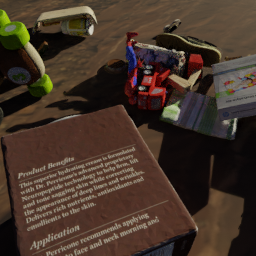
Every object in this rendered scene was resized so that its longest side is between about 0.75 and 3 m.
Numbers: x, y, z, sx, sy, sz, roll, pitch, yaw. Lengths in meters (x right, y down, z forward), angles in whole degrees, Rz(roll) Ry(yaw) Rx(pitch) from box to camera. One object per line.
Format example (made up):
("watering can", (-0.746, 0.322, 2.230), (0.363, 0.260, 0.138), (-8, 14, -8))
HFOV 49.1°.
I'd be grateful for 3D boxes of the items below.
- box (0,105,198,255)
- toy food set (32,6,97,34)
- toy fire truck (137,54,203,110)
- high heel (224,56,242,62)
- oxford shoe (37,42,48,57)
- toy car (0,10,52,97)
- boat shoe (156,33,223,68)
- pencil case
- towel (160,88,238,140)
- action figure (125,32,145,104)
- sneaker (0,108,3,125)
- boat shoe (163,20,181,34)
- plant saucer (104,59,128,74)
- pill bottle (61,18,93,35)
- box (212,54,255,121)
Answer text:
("box", (-0.645, 1.572, 5.194), (2.415, 2.390, 2.911), (-16, 48, -15))
("toy food set", (-2.776, -4.687, 12.412), (2.736, 0.826, 1.963), (-11, 32, -3))
("toy fire truck", (1.471, -1.580, 9.467), (1.924, 0.665, 2.729), (8, 45, 11))
("high heel", (3.856, -2.545, 10.239), (0.288, 0.576, 0.808), (37, 32, -25))
("oxford shoe", (-3.424, -3.097, 11.071), (0.755, 0.269, 0.269), (-40, 57, 21))
("toy car", (-4.279, -1.707, 8.638), (2.907, 2.388, 2.294), (-40, 57, -20))
("boat shoe", (2.360, -3.056, 10.889), (2.643, 0.967, 0.856), (27, 41, 19))
("pencil case", (0.979, -2.598, 10.274), (2.313, 1.034, 0.900), (19, 49, 19))
("towel", (2.293, -0.526, 8.716), (2.238, 0.344, 1.670), (17, 47, 16))
("action figure", (0.171, -1.971, 9.438), (0.641, 0.812, 2.481), (5, 74, -5))
("sneaker", (-4.676, 0.222, 7.671), (1.331, 0.767, 2.553), (13, 50, 7))
("boat shoe", (2.062, -4.580, 12.694), (1.058, 0.380, 0.315), (-34, 59, -24))
("plant saucer", (-0.461, -2.395, 10.680), (0.920, 0.168, 0.920), (0, 45, 0))
("pill bottle", (-2.217, -4.429, 12.254), (1.261, 0.720, 0.720), (4, 45, 11))
("box", (3.673, -1.353, 8.600), (1.976, 0.522, 2.534), (-10, 40, 21))
